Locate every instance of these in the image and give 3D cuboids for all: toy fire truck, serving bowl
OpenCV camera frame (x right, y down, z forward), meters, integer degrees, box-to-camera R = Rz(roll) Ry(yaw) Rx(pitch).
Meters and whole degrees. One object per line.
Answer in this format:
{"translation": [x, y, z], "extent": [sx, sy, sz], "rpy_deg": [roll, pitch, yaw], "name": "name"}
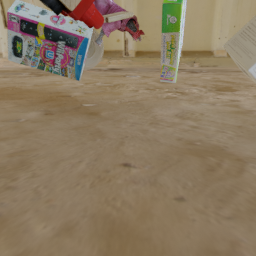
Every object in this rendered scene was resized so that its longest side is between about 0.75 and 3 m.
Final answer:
{"translation": [-0.899, -2.505, 5.525], "extent": [1.570, 1.148, 1.784], "rpy_deg": [45, 7, 38], "name": "toy fire truck"}
{"translation": [-1.697, -3.083, 10.784], "extent": [1.763, 1.763, 0.580], "rpy_deg": [-7, 19, -24], "name": "serving bowl"}

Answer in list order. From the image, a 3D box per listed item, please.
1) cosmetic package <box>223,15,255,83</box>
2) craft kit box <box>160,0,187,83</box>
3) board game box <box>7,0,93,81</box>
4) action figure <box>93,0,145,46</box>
{"translation": [3.607, -2.174, 6.242], "extent": [1.414, 2.506, 1.017], "rpy_deg": [23, 31, -48], "name": "cosmetic package"}
{"translation": [1.583, -3.448, 9.535], "extent": [0.672, 2.768, 2.734], "rpy_deg": [5, 47, 9], "name": "craft kit box"}
{"translation": [-2.471, -2.681, 8.855], "extent": [2.401, 1.772, 0.772], "rpy_deg": [15, 48, -10], "name": "board game box"}
{"translation": [-0.357, -3.786, 9.301], "extent": [2.626, 1.956, 1.759], "rpy_deg": [39, 48, 25], "name": "action figure"}
